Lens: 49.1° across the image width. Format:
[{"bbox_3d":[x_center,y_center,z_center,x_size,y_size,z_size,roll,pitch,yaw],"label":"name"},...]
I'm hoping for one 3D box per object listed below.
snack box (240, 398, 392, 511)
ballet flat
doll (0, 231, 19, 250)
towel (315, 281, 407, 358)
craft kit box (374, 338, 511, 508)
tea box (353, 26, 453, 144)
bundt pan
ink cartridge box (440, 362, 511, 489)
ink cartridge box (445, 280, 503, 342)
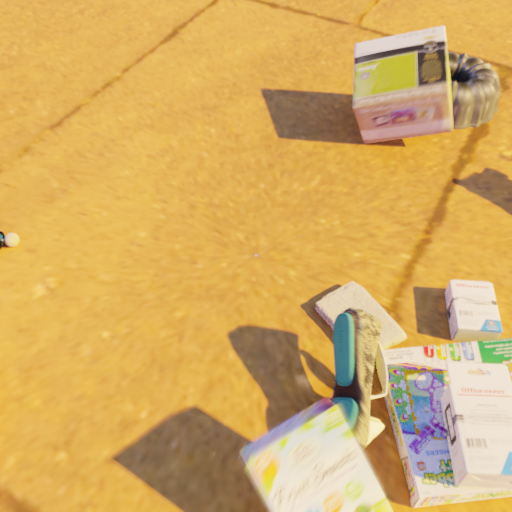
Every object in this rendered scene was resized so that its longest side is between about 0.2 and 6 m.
[{"bbox_3d":[0.669,2.432,5.806,1.087,0.405,1.528,-29,95,-13],"label":"snack box"},{"bbox_3d":[1.225,1.672,6.710,0.777,0.700,2.063,17,74,-22],"label":"ballet flat"},{"bbox_3d":[-4.270,-0.182,8.695,1.117,0.271,0.762,-6,43,-13],"label":"doll"},{"bbox_3d":[1.436,0.912,7.846,0.773,0.201,1.167,-27,56,-18],"label":"towel"},{"bbox_3d":[2.589,1.961,6.840,1.896,0.460,1.873,-5,53,-4],"label":"craft kit box"},{"bbox_3d":[2.639,-3.040,10.074,1.606,1.073,1.580,-3,61,22],"label":"tea box"},{"bbox_3d":[3.898,-3.378,11.064,1.921,0.721,1.921,0,50,0],"label":"bundt pan"},{"bbox_3d":[2.567,1.893,6.344,0.757,0.442,1.304,2,50,2],"label":"ink cartridge box"},{"bbox_3d":[3.026,0.777,7.846,0.605,0.352,0.836,5,51,4],"label":"ink cartridge box"}]
